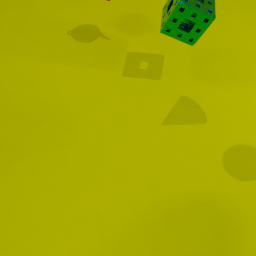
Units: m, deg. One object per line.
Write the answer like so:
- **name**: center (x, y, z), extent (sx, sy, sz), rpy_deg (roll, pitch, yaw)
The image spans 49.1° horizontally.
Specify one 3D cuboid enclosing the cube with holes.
- **cube with holes**: center (1.467, -2.845, 6.932), extent (0.960, 0.960, 0.960), rpy_deg (18, 58, -14)
